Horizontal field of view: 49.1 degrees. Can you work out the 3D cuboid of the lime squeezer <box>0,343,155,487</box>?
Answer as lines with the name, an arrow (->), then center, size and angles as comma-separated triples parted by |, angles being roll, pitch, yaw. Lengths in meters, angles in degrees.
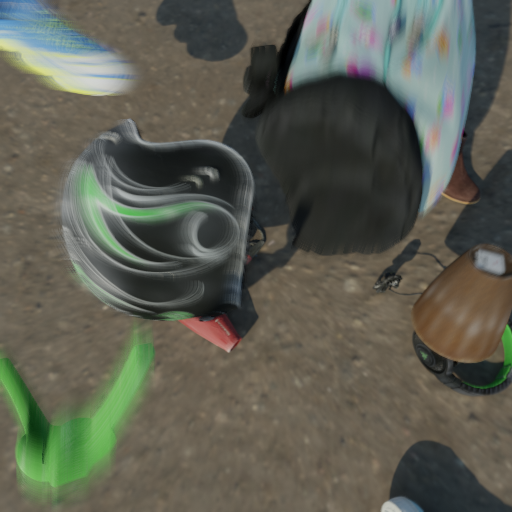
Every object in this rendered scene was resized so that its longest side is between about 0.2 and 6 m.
lime squeezer -> -1.979, 1.730, 5.966 | 0.733, 3.887, 1.373 | 16, 70, -37

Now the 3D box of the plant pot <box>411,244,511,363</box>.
plant pot -> 2.941, 0.538, 7.623 | 1.273, 1.362, 1.273 | 4, 45, -4

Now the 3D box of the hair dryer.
hair dryer -> -0.724, 0.382, 9.553 | 1.971, 0.703, 2.588 | -7, 68, -4

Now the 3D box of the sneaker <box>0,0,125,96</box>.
sneaker -> -3.155, -3.230, 8.476 | 2.317, 1.217, 0.878 | 23, 85, 1

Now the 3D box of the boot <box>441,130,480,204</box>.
boot -> 3.545, -1.720, 10.114 | 0.568, 1.307, 1.571 | -41, 73, -16

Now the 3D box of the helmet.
helmet -> -1.315, -0.451, 7.486 | 2.473, 2.594, 2.594 | 7, 67, 1

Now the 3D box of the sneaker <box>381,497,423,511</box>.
sneaker -> 2.896, 4.534, 7.748 | 1.163, 1.049, 2.838 | -20, 66, -33

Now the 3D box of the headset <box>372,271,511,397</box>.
headset -> 3.106, 1.198, 9.255 | 2.559, 1.202, 1.580 | 41, 68, 0

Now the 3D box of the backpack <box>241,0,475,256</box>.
backpack -> 1.677, -2.323, 7.958 | 2.542, 3.352, 4.016 | 10, 58, 20
